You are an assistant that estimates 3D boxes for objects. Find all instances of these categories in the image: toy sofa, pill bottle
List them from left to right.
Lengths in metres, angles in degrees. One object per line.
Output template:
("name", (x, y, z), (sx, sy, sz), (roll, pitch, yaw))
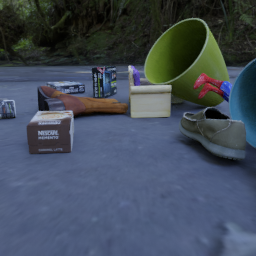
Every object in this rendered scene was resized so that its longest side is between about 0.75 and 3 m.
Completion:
("pill bottle", (-3.744, -0.509, 7.986), (0.982, 0.522, 0.522), (-6, 16, -24))
("toy sofa", (0.632, -1.313, 9.325), (1.206, 1.421, 2.911), (0, 14, -1))

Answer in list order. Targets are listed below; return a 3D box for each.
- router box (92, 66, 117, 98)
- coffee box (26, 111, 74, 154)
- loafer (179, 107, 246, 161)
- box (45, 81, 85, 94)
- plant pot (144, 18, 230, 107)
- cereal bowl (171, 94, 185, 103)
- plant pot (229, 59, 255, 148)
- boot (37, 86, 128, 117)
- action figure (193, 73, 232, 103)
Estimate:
("router box", (-1.010, -2.055, 12.372), (0.531, 1.281, 1.709), (3, 15, 17))
("coffee box", (-1.550, 0.039, 5.818), (0.802, 0.559, 1.402), (-2, 15, -9))
("loafer", (1.647, -0.034, 5.432), (0.793, 0.734, 2.109), (11, 12, -16))
("box", (-3.098, -1.983, 13.720), (1.410, 0.445, 1.788), (-9, 18, -29))
("plant pot", (2.235, -1.804, 9.195), (2.515, 2.353, 2.353), (32, -6, -36))
("cereal bowl", (1.807, -1.241, 10.829), (1.181, 0.492, 1.181), (0, 14, 0))
("plant pot", (3.039, -0.525, 5.269), (1.869, 1.869, 1.259), (11, 19, 36))
("boot", (-1.528, -0.912, 8.930), (2.463, 0.843, 2.319), (-7, 16, -28))
("action figure", (2.992, -0.451, 6.699), (2.948, 0.762, 0.965), (27, -11, 32))
